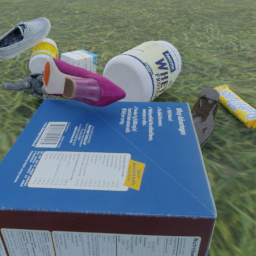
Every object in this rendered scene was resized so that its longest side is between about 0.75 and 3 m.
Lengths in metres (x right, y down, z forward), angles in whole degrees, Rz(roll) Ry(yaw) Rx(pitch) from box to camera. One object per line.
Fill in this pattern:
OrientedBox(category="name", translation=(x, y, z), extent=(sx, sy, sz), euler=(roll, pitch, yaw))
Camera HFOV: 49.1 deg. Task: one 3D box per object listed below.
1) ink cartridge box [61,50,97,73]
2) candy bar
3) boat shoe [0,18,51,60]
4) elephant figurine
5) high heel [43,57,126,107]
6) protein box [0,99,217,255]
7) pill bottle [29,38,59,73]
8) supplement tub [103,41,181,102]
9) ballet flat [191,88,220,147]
OrientedBox(category="ink cartridge box", translation=(-1.682, -2.156, 9.584), extent=(0.745, 0.749, 1.021), euler=(28, 35, 27))
OrientedBox(category="candy bar", translation=(3.429, -0.742, 8.843), extent=(0.704, 0.313, 2.824), euler=(-16, 30, -1))
OrientedBox(category="boat shoe", translation=(-3.961, -3.519, 10.625), extent=(2.381, 0.848, 0.831), euler=(-43, 83, -15))
OrientedBox(category="elephant figurine", translation=(-3.039, -1.431, 9.278), extent=(1.605, 1.245, 1.136), euler=(0, 57, 24))
OrientedBox(category="high heel", translation=(-0.973, -0.877, 5.526), extent=(1.041, 0.730, 2.166), euler=(3, 23, -34))
OrientedBox(category="protein box", translation=(-0.330, 1.012, 4.917), extent=(2.921, 1.971, 2.900), euler=(2, 33, 3))
OrientedBox(category="pill bottle", translation=(-3.355, -2.890, 11.351), extent=(1.025, 1.025, 1.817), euler=(-4, 42, -5))
OrientedBox(category="supplement tub", translation=(0.553, -1.832, 9.312), extent=(1.784, 1.784, 2.461), euler=(22, 40, 28))
OrientedBox(category="ballet flat", translation=(2.049, -0.222, 8.059), extent=(0.929, 0.639, 2.758), euler=(20, 46, 14))
